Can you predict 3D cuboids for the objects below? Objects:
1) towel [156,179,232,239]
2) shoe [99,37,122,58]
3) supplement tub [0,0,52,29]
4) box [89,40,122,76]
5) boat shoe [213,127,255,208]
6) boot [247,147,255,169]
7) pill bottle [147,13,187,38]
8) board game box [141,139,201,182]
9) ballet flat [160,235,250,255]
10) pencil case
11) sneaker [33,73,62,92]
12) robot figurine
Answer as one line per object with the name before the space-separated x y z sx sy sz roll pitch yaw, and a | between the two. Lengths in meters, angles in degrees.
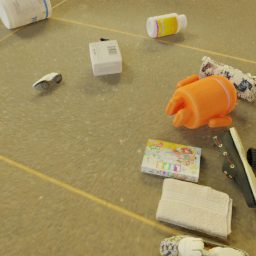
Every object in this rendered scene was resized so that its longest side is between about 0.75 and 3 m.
towel | 2.063 2.433 8.648 2.213 0.382 1.466 12 47 12
shoe | -0.960 -4.081 14.587 0.609 0.775 1.704 -32 54 -27
supplement tub | -6.247 -7.266 16.905 2.781 1.835 1.835 -30 53 -24
box | -1.089 -3.405 13.628 1.393 0.911 1.386 -10 62 -8
boat shoe | 3.651 1.348 9.379 0.901 1.052 2.877 -26 52 22
boot | 4.855 0.824 10.027 1.189 0.598 1.590 6 47 6
pill bottle | 2.250 -5.930 16.113 2.175 1.134 1.134 -15 48 -14
board game box | 1.544 1.123 9.923 1.935 0.331 1.301 10 47 9
ballet flat | 2.116 3.328 7.472 2.513 0.904 0.904 11 47 11
pencil case | 4.501 -2.276 12.565 2.744 1.227 1.067 32 55 28
sneaker | -3.786 -2.142 13.003 0.649 0.555 1.489 23 42 35
robot figurine | 2.998 -1.026 11.050 2.981 1.738 2.144 -23 28 -18
